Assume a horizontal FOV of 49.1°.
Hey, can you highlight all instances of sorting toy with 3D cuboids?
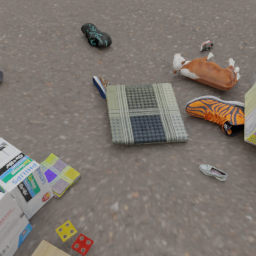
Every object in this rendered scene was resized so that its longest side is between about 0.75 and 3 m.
[{"bbox_3d":[-1.855,3.495,6.732,1.203,0.422,2.495,21,51,18],"label":"sorting toy"}]

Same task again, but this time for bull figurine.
[{"bbox_3d":[3.316,-2.471,11.840,2.880,0.938,1.748,34,56,27],"label":"bull figurine"}]

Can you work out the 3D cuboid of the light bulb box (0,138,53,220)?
[{"bbox_3d":[-3.162,1.422,7.803,1.649,1.635,1.029,28,54,25],"label":"light bulb box"}]

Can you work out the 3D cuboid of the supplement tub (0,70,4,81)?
[{"bbox_3d":[-5.980,-2.204,11.751,1.332,0.712,0.712,1,48,1],"label":"supplement tub"}]

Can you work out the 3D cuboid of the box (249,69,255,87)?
[{"bbox_3d":[5.830,-2.283,11.619,1.402,1.012,0.255,-14,50,-13],"label":"box"}]

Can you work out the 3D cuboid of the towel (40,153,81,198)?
[{"bbox_3d":[-2.268,1.456,8.776,1.432,0.163,1.028,32,56,25],"label":"towel"}]

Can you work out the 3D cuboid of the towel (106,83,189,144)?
[{"bbox_3d":[0.608,-0.563,10.330,2.720,0.488,2.825,-3,52,-7],"label":"towel"}]

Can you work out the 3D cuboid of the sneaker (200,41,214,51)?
[{"bbox_3d":[3.860,-3.958,13.615,0.378,0.356,0.924,37,58,22],"label":"sneaker"}]

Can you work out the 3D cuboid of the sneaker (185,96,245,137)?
[{"bbox_3d":[3.233,-0.404,9.989,2.292,0.889,1.284,3,46,3],"label":"sneaker"}]

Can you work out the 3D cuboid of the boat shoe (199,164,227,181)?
[{"bbox_3d":[2.676,1.355,8.787,0.870,0.279,0.321,28,54,23],"label":"boat shoe"}]

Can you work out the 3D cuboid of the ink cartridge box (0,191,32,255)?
[{"bbox_3d":[-3.174,2.328,6.671,0.697,2.089,1.210,21,50,19],"label":"ink cartridge box"}]

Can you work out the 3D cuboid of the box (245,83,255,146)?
[{"bbox_3d":[5.162,-0.338,9.368,2.094,1.151,2.381,23,50,-2],"label":"box"}]

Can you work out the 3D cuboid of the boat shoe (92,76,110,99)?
[{"bbox_3d":[-0.983,-1.725,11.447,0.521,0.520,1.439,-18,50,-18],"label":"boat shoe"}]

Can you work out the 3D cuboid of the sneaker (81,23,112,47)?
[{"bbox_3d":[-1.742,-4.597,13.910,2.040,0.769,0.808,35,58,28],"label":"sneaker"}]
